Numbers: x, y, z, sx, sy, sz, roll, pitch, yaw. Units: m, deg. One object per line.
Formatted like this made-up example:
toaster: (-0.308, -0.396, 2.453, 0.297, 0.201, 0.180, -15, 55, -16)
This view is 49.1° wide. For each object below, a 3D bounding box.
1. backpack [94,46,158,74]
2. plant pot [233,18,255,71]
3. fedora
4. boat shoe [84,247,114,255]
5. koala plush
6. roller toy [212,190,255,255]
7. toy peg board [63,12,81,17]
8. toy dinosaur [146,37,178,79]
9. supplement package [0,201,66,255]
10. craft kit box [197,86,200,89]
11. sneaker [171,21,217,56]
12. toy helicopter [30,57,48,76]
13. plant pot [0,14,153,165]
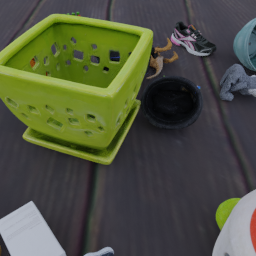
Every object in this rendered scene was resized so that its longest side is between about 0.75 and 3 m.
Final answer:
backpack: (-0.161, -2.376, 8.906, 1.883, 1.450, 1.793, 2, 51, -9)
plant pot: (4.314, -2.764, 9.226, 1.861, 1.861, 1.247, -13, 19, -13)
fedora: (1.166, -0.607, 7.462, 1.600, 0.731, 1.600, -3, 77, 12)
boat shoe: (-0.420, 2.288, 4.604, 0.451, 0.993, 0.351, 41, 95, 27)
koala plush: (3.407, -1.299, 8.242, 1.094, 1.005, 0.970, 19, 47, 1)
roller toy: (2.534, 2.055, 4.244, 2.376, 1.660, 2.167, 14, 46, 14)
toy peg board: (-2.290, -4.459, 11.702, 0.905, 0.443, 0.901, -16, 47, -15)
toy dinosaur: (0.994, -2.272, 9.435, 1.361, 0.774, 2.562, -28, 37, 5)
supplement package: (-1.655, 2.059, 4.909, 0.715, 0.718, 1.224, -29, 51, -26)
craft kit box: (1.347, -0.988, 8.320, 1.226, 0.301, 1.242, 24, 49, 19)
sneaker: (2.369, -3.312, 10.271, 1.917, 0.827, 0.770, 33, 55, 28)
toy helicopter: (-2.172, -1.541, 8.123, 2.671, 1.054, 1.766, 13, 8, -10)
plant pot: (-1.060, -0.840, 6.606, 2.713, 2.462, 2.700, 14, 46, 14)
